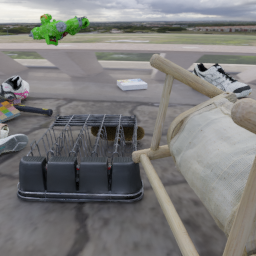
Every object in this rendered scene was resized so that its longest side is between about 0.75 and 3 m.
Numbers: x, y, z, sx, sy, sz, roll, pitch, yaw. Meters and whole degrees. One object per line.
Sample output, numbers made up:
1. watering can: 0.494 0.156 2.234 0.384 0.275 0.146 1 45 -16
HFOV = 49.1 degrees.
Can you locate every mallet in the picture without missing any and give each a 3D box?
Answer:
1. mallet: -3.762 -0.708 9.159 2.729 0.562 0.899 8 9 -1

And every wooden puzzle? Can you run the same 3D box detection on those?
1. wooden puzzle: -3.988 -0.470 8.518 1.010 0.120 1.703 33 47 30

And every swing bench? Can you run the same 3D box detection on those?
1. swing bench: 1.736 0.304 3.545 2.777 1.802 2.762 7 18 -11

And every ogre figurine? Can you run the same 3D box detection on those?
1. ogre figurine: -2.460 -3.396 9.669 2.091 1.026 1.254 15 28 21

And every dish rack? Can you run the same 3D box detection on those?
1. dish rack: -0.819 0.391 6.042 2.287 0.813 2.981 2 21 1

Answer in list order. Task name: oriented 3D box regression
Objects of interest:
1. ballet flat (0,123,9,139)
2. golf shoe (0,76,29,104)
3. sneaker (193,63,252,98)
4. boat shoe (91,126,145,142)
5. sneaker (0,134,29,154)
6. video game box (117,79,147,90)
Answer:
1. ballet flat: -3.300 0.114 7.281 0.350 0.354 1.040 3 22 -17
2. golf shoe: -3.958 -1.435 10.035 0.754 0.956 2.076 35 18 -12
3. sneaker: 3.663 -1.966 11.264 1.002 1.161 2.649 -18 30 -41
4. boat shoe: -0.256 0.142 7.072 1.345 0.492 0.436 8 -13 5
5. sneaker: -2.901 0.384 6.528 0.460 0.404 1.149 17 28 41
6. video game box: 0.164 -1.912 12.302 1.111 0.260 1.012 -6 25 -15
